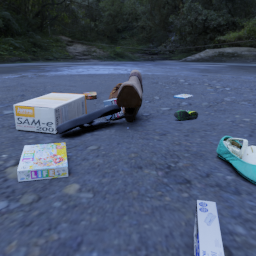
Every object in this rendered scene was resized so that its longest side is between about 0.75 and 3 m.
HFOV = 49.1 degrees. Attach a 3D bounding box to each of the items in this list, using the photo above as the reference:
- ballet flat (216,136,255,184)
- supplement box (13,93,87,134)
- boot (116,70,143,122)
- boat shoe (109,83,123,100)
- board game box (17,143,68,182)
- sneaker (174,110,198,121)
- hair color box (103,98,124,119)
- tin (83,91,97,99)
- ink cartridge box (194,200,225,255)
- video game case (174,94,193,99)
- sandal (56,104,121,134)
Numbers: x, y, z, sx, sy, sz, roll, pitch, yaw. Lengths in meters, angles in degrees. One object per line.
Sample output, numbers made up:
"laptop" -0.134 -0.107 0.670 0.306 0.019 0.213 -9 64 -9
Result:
"ballet flat" 3.002 0.726 7.238 0.740 0.773 2.197 0 17 -14
"supplement box" -3.032 -0.692 11.450 1.748 1.020 2.774 5 18 16
"boot" 0.176 -1.576 11.311 0.943 2.684 1.962 9 59 5
"boat shoe" -0.555 -1.896 15.511 1.019 0.956 2.831 1 17 3
"board game box" -2.259 0.865 7.592 1.188 0.303 1.767 -4 18 -14
"sneaker" 2.468 -0.545 12.169 1.133 0.442 0.483 2 7 -27
"hair color box" -0.318 -0.952 12.560 0.498 0.813 1.642 -3 11 40
"tin" -2.305 -1.977 16.977 0.809 0.302 1.444 -6 18 -6
"ink cartridge box" 1.136 1.749 4.021 0.332 0.705 1.500 4 17 11
"video game case" 3.392 -1.934 17.128 0.743 0.092 1.039 16 23 41
"sandal" -1.394 -0.226 10.633 2.865 0.613 1.089 -25 0 -39
